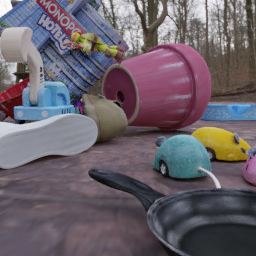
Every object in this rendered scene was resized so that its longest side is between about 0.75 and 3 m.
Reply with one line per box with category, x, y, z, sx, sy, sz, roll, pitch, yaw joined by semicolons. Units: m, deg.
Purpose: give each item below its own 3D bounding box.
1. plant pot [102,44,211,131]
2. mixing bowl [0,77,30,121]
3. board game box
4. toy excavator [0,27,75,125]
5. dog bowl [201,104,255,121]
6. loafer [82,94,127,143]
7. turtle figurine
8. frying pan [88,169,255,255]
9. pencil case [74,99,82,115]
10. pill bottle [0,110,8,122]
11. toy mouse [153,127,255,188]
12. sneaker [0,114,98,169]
plant pot;0.596;-0.981;7.353;2.123;2.372;2.372;-14;14;-37
mixing bowl;-3.071;-0.899;9.280;2.312;1.252;2.312;-20;27;10
board game box;-1.551;-2.697;7.407;2.997;2.995;0.924;46;10;9
toy excavator;-1.766;-0.726;5.596;1.061;2.125;2.066;0;6;10
dog bowl;4.215;-0.667;11.664;2.641;0.655;1.472;-2;7;-10
loafer;-0.624;-0.228;6.629;0.915;1.032;2.715;0;16;-10
turtle figurine;-0.490;-1.246;4.218;0.878;0.351;1.089;18;13;-14
frying pan;0.351;0.612;1.842;1.987;0.323;1.202;1;5;21
pencil case;-1.928;-0.689;10.502;1.028;1.028;2.325;-1;9;-6
pill bottle;-4.892;-0.572;10.130;0.806;0.806;1.440;0;7;4
toy mouse;1.221;0.323;3.558;2.527;0.489;2.246;3;7;24
sneaker;-1.514;0.099;4.607;1.122;0.715;1.941;9;12;39
